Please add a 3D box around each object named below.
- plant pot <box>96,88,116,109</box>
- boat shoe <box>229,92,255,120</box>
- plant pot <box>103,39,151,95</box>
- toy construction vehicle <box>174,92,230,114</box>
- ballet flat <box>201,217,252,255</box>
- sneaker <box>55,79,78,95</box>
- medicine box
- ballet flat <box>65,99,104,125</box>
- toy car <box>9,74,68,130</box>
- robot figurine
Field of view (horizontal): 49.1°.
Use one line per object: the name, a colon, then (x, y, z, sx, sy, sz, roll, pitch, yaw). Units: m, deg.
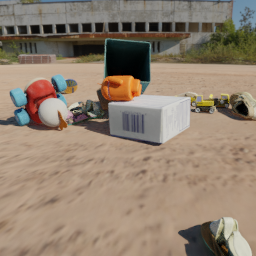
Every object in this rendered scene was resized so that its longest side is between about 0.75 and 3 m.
plant pot: (-0.675, -1.611, 13.552, 1.505, 1.726, 1.726, -21, 20, -9)
boat shoe: (5.065, -1.020, 12.463, 0.849, 0.943, 2.614, -1, 22, -6)
plant pot: (-0.172, -2.092, 11.302, 1.707, 1.706, 2.416, 3, -19, -7)
toy construction vehicle: (3.641, -1.410, 13.739, 2.529, 0.891, 2.202, 7, 18, 22)
ballet flat: (1.451, 1.655, 3.953, 0.554, 0.591, 1.633, 0, 16, 0)
sneaker: (-4.416, -2.641, 17.773, 1.139, 0.973, 2.585, 14, 21, 38)
medicine box: (0.807, -0.424, 9.796, 2.064, 1.166, 2.266, 8, 18, 33)
ballet flat: (-1.801, -0.729, 11.580, 0.795, 0.818, 2.300, 17, 23, 35)
toy car: (-2.923, -0.595, 10.466, 2.013, 1.931, 2.184, -26, 58, -30)
robot figurine: (-0.292, -1.356, 9.500, 1.446, 0.843, 1.040, 1, 14, 16)
